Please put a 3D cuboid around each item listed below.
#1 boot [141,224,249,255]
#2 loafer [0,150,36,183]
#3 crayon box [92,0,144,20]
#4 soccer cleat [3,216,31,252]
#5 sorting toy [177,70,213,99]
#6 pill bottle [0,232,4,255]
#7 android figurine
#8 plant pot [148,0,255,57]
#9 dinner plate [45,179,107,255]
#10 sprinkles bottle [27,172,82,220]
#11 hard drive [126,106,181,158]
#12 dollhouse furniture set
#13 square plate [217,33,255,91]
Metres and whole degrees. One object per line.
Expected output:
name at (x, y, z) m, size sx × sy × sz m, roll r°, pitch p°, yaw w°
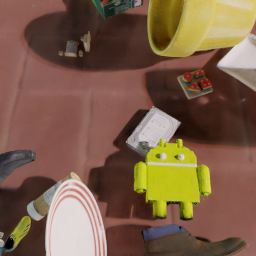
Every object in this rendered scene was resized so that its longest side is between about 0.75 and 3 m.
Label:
boot at (1.549, 2.767, 6.801) m, size 2.551 × 0.953 × 1.236 m, roll -15°, pitch 62°, yaw -8°
loafer at (-3.538, 1.162, 7.766) m, size 2.089 × 0.709 × 0.733 m, roll -18°, pitch 71°, yaw -3°
crayon box at (-0.775, -5.664, 10.919) m, size 1.752 × 0.701 × 2.760 m, roll -25°, pitch 67°, yaw -11°
soccer cleat at (-2.826, 2.715, 7.173) m, size 0.308 × 0.398 × 0.952 m, roll 25°, pitch 68°, yaw 11°
sorting toy at (2.223, -1.504, 9.187) m, size 0.888 × 0.311 × 0.894 m, roll -19°, pitch 67°, yaw -8°
pill bottle at (-3.435, 3.090, 6.903) m, size 0.572 × 0.572 × 1.033 m, roll 10°, pitch 65°, yaw 4°
android figurine at (1.166, 1.292, 7.457) m, size 2.011 × 0.454 × 2.209 m, roll 4°, pitch 63°, yaw 0°
plant pot at (2.386, -3.723, 9.002) m, size 2.735 × 2.907 × 2.907 m, roll 0°, pitch 64°, yaw -18°
dinner plate at (-1.100, 2.504, 6.046) m, size 0.334 × 2.758 × 2.758 m, roll -16°, pitch 65°, yaw 12°
sprinkles bottle at (-1.901, 1.786, 7.339) m, size 1.483 × 0.506 × 0.506 m, roll -37°, pitch 69°, yaw 2°
hard drive at (0.769, 0.168, 8.432) m, size 1.046 × 0.283 × 1.497 m, roll 33°, pitch 70°, yaw 15°
dollhouse furniture set at (-1.880, -3.010, 9.785) m, size 1.037 × 0.506 × 0.884 m, roll 3°, pitch 65°, yaw 1°
square plate at (4.344, -2.122, 9.491) m, size 2.003 × 0.288 × 2.022 m, roll 39°, pitch 71°, yaw 16°
